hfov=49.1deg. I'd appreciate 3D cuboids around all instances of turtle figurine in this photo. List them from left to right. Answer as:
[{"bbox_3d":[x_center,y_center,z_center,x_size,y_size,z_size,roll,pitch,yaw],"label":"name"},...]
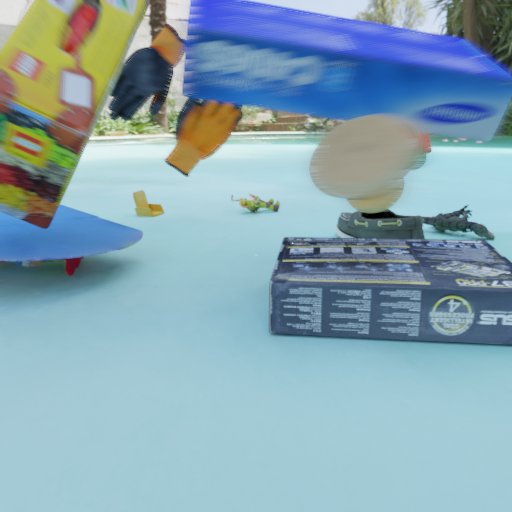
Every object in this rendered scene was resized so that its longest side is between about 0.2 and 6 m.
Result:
[{"bbox_3d":[0.025,-1.431,15.562,1.216,0.485,1.507,3,0,-27],"label":"turtle figurine"}]

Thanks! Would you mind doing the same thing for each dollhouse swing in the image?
[{"bbox_3d":[-2.931,-1.439,15.287,0.672,0.650,0.740,4,14,16],"label":"dollhouse swing"}]

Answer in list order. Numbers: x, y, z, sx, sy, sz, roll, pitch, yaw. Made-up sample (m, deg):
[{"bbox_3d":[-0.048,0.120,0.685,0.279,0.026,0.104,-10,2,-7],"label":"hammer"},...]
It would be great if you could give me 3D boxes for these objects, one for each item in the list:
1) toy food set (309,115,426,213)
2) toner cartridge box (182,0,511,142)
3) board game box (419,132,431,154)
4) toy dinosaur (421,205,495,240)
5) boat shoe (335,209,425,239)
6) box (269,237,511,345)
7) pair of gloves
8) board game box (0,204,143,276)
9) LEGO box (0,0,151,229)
[{"bbox_3d":[1.346,-1.203,6.863,1.415,0.344,1.400,25,69,40],"label":"toy food set"},{"bbox_3d":[1.216,-2.864,8.382,4.534,0.979,2.153,6,36,-9],"label":"toner cartridge box"},{"bbox_3d":[2.915,-3.238,11.815,0.459,1.740,2.274,-19,-22,34],"label":"board game box"},{"bbox_3d":[4.404,-0.809,13.117,2.424,0.575,1.068,7,22,37],"label":"toy dinosaur"},{"bbox_3d":[2.537,-0.630,11.635,1.043,0.873,2.920,-5,15,-18],"label":"boat shoe"},{"bbox_3d":[1.909,0.354,7.946,3.281,0.806,2.645,1,13,6],"label":"box"},{"bbox_3d":[-2.051,-3.821,14.167,3.138,2.795,0.388,39,22,-16],"label":"pair of gloves"},{"bbox_3d":[-4.349,-0.162,10.004,4.608,0.897,3.640,17,17,35],"label":"board game box"},{"bbox_3d":[-2.894,-2.512,8.324,1.315,3.407,2.537,24,-36,-19],"label":"LEGO box"}]
